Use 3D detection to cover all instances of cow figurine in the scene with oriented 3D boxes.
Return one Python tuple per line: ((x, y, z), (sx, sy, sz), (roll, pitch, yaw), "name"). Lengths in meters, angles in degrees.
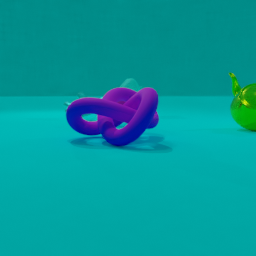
((-1.388, -0.660, 9.818), (1.363, 0.760, 1.385), (36, 58, 28), "cow figurine")

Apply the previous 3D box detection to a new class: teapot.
((0.069, -1.472, 11.701), (1.170, 0.921, 1.881), (-47, 6, 42), "teapot")
((3.220, -0.642, 7.048), (1.284, 1.011, 2.065), (-29, 52, -9), "teapot")

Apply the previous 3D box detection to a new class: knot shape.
((-0.089, -0.326, 5.678), (1.967, 0.909, 1.841), (0, 16, 33), "knot shape")

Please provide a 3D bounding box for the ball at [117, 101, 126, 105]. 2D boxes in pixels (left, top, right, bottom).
((-0.058, -0.612, 7.914), (0.792, 0.792, 0.792), (0, 7, 0), "ball")
